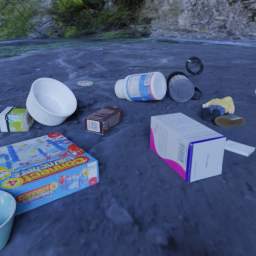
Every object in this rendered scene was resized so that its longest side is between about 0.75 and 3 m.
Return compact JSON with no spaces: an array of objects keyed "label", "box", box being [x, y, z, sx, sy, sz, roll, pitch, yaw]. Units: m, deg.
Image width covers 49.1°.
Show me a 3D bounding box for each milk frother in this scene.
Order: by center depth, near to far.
[{"label":"milk frother","box":[2.813,-2.382,13.427,1.710,1.895,1.782,4,23,0]}]

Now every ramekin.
[{"label":"ramekin","box":[-2.750,-0.882,9.948,1.674,0.816,1.674,25,41,-25]}]

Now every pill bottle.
[{"label":"pill bottle","box":[0.525,-1.841,12.743,2.188,1.228,1.228,2,19,38]}]

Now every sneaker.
[{"label":"sneaker","box":[3.664,-0.287,10.327,1.132,0.379,0.508,0,17,-7]}]

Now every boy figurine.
[{"label":"boy figurine","box":[3.643,-0.807,11.212,1.240,0.643,1.994,15,26,32]}]

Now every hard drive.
[{"label":"hard drive","box":[3.311,0.600,8.457,0.831,0.109,0.548,20,30,40]}]

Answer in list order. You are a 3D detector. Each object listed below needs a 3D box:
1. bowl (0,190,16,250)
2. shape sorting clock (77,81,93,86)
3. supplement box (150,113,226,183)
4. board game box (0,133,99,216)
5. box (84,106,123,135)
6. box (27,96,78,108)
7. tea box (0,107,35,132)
[{"label":"bowl","box":[-2.622,1.755,4.807,1.417,0.741,1.417,0,23,0]},{"label":"shape sorting clock","box":[-2.470,-2.589,16.146,0.915,0.180,0.915,0,22,0]},{"label":"supplement box","box":[1.516,0.421,7.639,1.086,1.063,2.102,-9,24,-21]},{"label":"board game box","box":[-2.218,0.972,6.859,2.223,0.621,2.177,-17,27,-35]},{"label":"box","box":[-0.840,-0.312,10.120,0.756,0.566,1.510,11,26,26]},{"label":"box","box":[-3.339,-1.149,12.328,1.513,0.411,1.889,-17,28,-36]},{"label":"tea box","box":[-3.952,-0.332,10.022,0.943,0.641,0.959,-2,22,-3]}]
